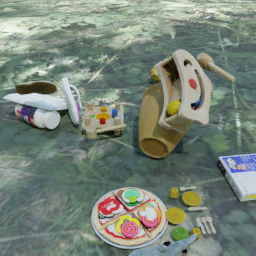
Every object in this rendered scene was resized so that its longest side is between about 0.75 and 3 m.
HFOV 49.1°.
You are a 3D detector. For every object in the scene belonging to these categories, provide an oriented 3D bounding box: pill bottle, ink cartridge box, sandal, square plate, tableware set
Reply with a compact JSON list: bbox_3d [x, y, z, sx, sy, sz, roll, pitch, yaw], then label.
[{"bbox_3d":[-3.293,-0.521,10.293,1.590,0.886,0.886,21,39,28],"label":"pill bottle"},{"bbox_3d":[3.624,1.347,8.033,1.563,0.367,1.545,-3,33,-7],"label":"ink cartridge box"},{"bbox_3d":[-2.044,-1.162,10.566,0.595,0.985,2.421,-13,49,-16],"label":"sandal"},{"bbox_3d":[-3.310,-1.069,10.835,2.050,0.292,2.030,15,12,13],"label":"square plate"},{"bbox_3d":[1.424,2.100,6.967,1.070,0.244,1.589,-3,33,-6],"label":"tableware set"}]

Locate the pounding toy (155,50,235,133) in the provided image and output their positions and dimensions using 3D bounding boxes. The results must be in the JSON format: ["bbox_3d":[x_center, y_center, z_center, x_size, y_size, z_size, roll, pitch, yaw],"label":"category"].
[{"bbox_3d":[1.816,-1.357,7.840,1.656,1.651,2.887,-26,37,45],"label":"pounding toy"}]

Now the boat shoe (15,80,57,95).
[{"bbox_3d":[-2.888,-1.340,8.919,1.355,0.496,0.439,0,34,5],"label":"boat shoe"}]

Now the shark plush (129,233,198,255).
[{"bbox_3d":[0.771,2.628,5.807,1.649,0.687,0.749,-6,35,-9],"label":"shark plush"}]

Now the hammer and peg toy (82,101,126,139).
[{"bbox_3d":[-0.844,-0.182,9.953,1.524,0.730,2.071,0,34,-3],"label":"hammer and peg toy"}]

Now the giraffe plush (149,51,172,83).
[{"bbox_3d":[1.777,-2.645,13.188,1.386,1.475,1.709,-39,72,-13],"label":"giraffe plush"}]

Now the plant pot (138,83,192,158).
[{"bbox_3d":[1.090,-0.106,9.074,1.919,1.919,2.059,12,48,17],"label":"plant pot"}]

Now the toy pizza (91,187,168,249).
[{"bbox_3d":[0.041,2.083,6.892,1.888,0.299,1.888,-1,31,0],"label":"toy pizza"}]
